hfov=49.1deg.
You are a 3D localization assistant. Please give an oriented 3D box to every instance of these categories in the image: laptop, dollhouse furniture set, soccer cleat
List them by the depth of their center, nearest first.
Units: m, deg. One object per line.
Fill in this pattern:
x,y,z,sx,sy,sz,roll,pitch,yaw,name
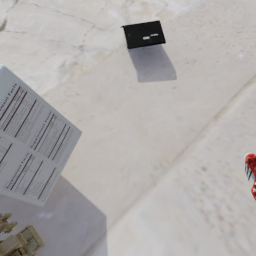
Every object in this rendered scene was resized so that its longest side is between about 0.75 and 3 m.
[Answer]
-2.108,2.180,4.881,0.811,1.220,1.070,-39,74,-8,dollhouse furniture set
2.763,1.073,6.075,0.373,0.463,1.088,-14,81,8,soccer cleat
0.458,-3.058,9.178,1.237,0.721,1.396,-11,71,-4,laptop

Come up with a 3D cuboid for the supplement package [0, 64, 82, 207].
-2.542,0.114,5.361,1.855,2.445,1.842,17,72,29,supplement package
